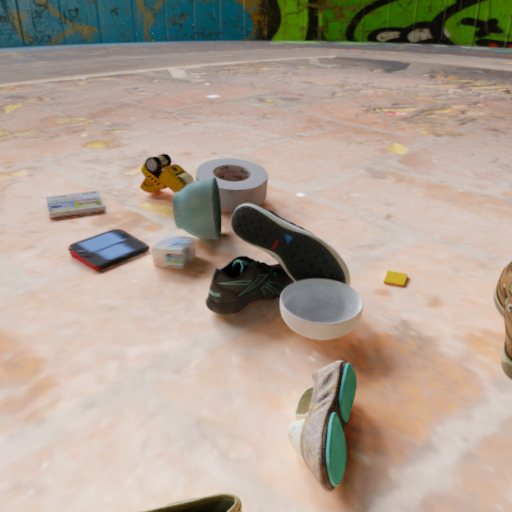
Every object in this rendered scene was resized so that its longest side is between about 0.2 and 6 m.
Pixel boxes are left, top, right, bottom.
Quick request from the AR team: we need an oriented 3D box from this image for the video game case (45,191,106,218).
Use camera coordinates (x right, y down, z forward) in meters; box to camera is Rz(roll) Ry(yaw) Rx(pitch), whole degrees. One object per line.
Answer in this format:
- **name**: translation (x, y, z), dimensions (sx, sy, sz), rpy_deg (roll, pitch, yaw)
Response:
- **video game case**: translation (-4.493, -1.289, 13.905), dimensions (1.328, 0.147, 1.209), rpy_deg (-10, 28, -20)

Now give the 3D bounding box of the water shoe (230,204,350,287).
- **water shoe**: translation (0.725, -0.197, 10.200), dimensions (2.512, 0.898, 0.991), rpy_deg (37, 18, 14)

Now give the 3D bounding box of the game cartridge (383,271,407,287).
- **game cartridge**: translation (2.639, 0.437, 10.612), dimensions (0.390, 0.072, 0.442), rpy_deg (11, 31, 20)

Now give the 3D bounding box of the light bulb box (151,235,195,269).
- **light bulb box**: translation (-1.649, -0.090, 11.235), dimensions (0.658, 0.415, 0.664), rpy_deg (6, 27, 16)

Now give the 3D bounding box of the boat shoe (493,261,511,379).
- **boat shoe**: translation (4.530, 0.697, 8.924), dimensions (1.179, 1.114, 3.277), rpy_deg (8, 28, 15)

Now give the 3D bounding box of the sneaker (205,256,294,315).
- **sneaker**: translation (-0.010, 0.391, 9.875), dimensions (0.752, 0.791, 1.995), rpy_deg (23, 31, 40)

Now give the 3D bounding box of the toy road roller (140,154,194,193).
- **toy road roller**: translation (-2.396, -1.954, 14.595), dimensions (1.361, 0.994, 0.837), rpy_deg (39, 24, 3)

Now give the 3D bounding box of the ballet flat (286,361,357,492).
- **ballet flat**: translation (0.781, 2.074, 6.894), dimensions (0.711, 0.720, 2.114), rpy_deg (-13, 17, 22)

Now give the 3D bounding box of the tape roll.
- **tape roll**: translation (-0.617, -1.806, 13.983), dimensions (1.809, 0.598, 1.809), rpy_deg (3, 33, -2)

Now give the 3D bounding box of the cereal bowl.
- **cereal bowl**: translation (1.043, 0.932, 9.073), dimensions (1.350, 0.562, 1.350), rpy_deg (0, 28, 0)

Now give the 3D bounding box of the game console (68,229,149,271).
- **game console**: translation (-3.074, -0.158, 11.623), dimensions (1.172, 0.206, 1.325), rpy_deg (23, 35, 38)

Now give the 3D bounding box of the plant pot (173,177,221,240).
- **plant pot**: translation (-1.281, -1.000, 12.079), dimensions (0.904, 1.349, 1.349), rpy_deg (-3, 27, 5)

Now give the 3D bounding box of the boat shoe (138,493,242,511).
- **boat shoe**: translation (-1.161, 2.763, 5.363), dimensions (2.121, 0.667, 0.774), rpy_deg (-6, 28, -11)
